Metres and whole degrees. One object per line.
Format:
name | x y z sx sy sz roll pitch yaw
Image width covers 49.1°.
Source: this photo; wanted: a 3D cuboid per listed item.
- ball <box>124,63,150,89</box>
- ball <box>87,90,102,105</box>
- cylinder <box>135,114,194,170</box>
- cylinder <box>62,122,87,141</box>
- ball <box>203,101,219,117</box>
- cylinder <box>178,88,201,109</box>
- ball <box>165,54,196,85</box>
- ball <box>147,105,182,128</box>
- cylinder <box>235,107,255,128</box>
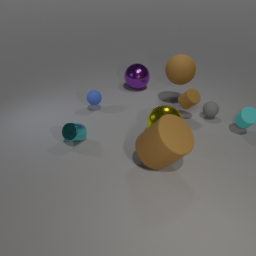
ball | 0.493 -2.821 15.326 1.400 1.400 1.400 0 30 0
ball | -1.562 -1.403 12.943 0.700 0.700 0.700 0 30 0
cylinder | 1.173 0.476 9.130 1.400 1.400 1.400 17 55 -25
cylinder | -2.043 0.157 10.702 0.700 0.700 0.700 14 3 22
ball | 3.678 -0.832 12.428 0.700 0.700 0.700 0 30 0
cylinder | 2.625 -1.245 12.012 0.700 0.700 0.700 10 67 -24
ball | 2.440 -2.707 13.014 1.400 1.400 1.400 0 30 0
ball | 1.417 -0.188 10.833 1.400 1.400 1.400 0 30 0
cylinder | 4.719 -0.406 11.140 0.700 0.700 0.700 0 74 0
